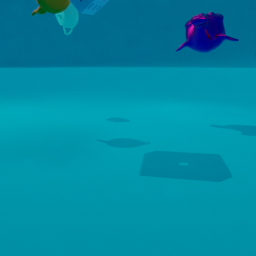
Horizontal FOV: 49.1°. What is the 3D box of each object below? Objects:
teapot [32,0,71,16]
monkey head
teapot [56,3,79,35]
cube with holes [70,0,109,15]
[{"bbox_3d":[-1.864,-3.236,6.770,0.889,1.430,0.700,26,19,-48],"label":"teapot"},{"bbox_3d":[2.186,-2.719,8.085,1.841,1.109,1.325,-3,16,25],"label":"monkey head"},{"bbox_3d":[-2.103,-3.845,9.400,0.680,1.388,0.863,-19,23,-33],"label":"teapot"},{"bbox_3d":[-0.712,-3.084,5.243,1.269,1.269,1.269,-36,14,15],"label":"cube with holes"}]
